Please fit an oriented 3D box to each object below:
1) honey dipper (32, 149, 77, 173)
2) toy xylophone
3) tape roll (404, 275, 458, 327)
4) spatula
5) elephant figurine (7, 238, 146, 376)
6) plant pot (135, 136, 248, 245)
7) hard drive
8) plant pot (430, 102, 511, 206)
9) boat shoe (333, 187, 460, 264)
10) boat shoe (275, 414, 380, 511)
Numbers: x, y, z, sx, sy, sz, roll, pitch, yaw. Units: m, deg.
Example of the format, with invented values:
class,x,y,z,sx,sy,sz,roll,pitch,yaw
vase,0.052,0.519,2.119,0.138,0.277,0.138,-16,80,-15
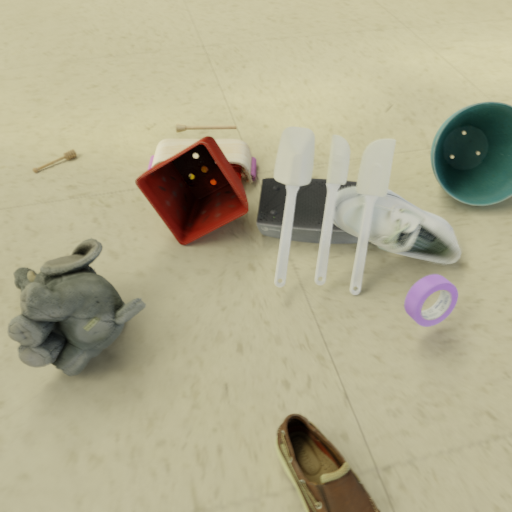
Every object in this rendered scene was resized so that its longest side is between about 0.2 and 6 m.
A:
class,x,y,z,sx,sy,sz,roll,pitch,yaw
honey dipper,-4.738,-2.216,13.128,1.068,0.203,0.203,-30,52,-25
toy xylophone,-1.207,-2.307,12.887,2.551,0.641,1.868,7,45,7
tape roll,2.868,0.736,9.178,0.852,0.852,0.279,-17,34,-16
spatula,1.222,-0.722,9.792,1.977,2.843,0.228,5,17,-7
elephant figurine,-3.086,0.570,9.391,1.981,1.806,2.553,20,23,-20
plant pot,-1.143,-1.472,11.186,1.618,1.620,1.427,-25,24,19
hard drive,1.296,-0.933,11.570,2.482,0.525,1.674,3,45,3
plant pot,4.707,-2.262,12.102,2.109,2.109,1.421,2,17,2
boat shoe,2.637,-0.534,10.251,2.764,1.017,0.923,10,33,-21
boat shoe,0.985,3.057,7.258,0.866,0.867,2.345,-26,50,-24
